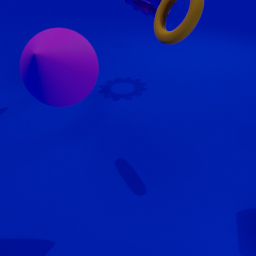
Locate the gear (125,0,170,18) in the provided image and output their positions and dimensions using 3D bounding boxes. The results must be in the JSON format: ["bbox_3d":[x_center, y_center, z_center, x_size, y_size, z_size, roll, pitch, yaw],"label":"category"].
[{"bbox_3d":[0.571,-3.934,8.685,1.546,0.286,1.546,23,3,-1],"label":"gear"}]

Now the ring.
[{"bbox_3d":[0.919,-2.138,5.234,0.234,1.172,1.172,14,24,-35],"label":"ring"}]

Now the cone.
[{"bbox_3d":[-0.979,-0.819,3.483,1.124,1.124,1.128,-1,5,-1],"label":"cone"}]
